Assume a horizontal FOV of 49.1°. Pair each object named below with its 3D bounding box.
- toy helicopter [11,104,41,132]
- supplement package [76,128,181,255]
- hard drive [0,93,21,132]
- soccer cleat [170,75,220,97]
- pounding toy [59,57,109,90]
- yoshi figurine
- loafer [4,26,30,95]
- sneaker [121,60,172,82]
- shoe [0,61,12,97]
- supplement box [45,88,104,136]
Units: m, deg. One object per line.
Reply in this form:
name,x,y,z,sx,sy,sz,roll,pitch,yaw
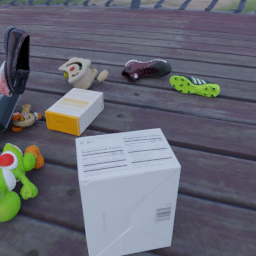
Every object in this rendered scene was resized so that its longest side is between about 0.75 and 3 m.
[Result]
toy helicopter,-4.101,-0.561,11.419,1.152,0.687,1.742,-6,31,-12
supplement package,-0.057,1.539,6.496,2.011,2.582,1.432,-7,34,-10
hard drive,-5.312,-0.512,10.793,2.061,0.486,2.954,-24,33,8
soccer cleat,3.243,-2.067,13.646,2.432,0.821,0.986,18,28,15
pounding toy,-2.257,-2.418,14.162,2.743,1.573,1.568,21,66,43
yoshi figurine,-3.366,1.587,7.961,1.547,1.553,2.763,39,16,-12
loafer,-2.409,-1.410,6.211,0.487,1.546,0.556,17,31,13
sneaker,0.851,-2.852,14.711,2.662,1.007,1.537,6,38,27
shoe,-4.182,-1.701,9.782,0.553,1.216,0.434,26,19,0
supplement box,-2.108,-0.722,11.455,1.445,0.843,2.292,12,36,17
